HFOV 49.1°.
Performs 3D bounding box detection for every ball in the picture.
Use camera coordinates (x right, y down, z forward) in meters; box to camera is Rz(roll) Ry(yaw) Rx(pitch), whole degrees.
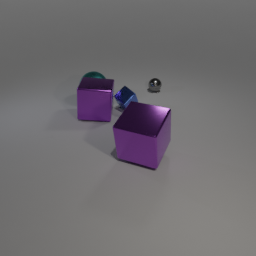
[{"bbox_3d":[-1.628,-1.993,13.364,1.400,1.400,1.400,0,29,0],"label":"ball"},{"bbox_3d":[1.392,-2.223,14.456,0.700,0.700,0.700,0,29,0],"label":"ball"}]

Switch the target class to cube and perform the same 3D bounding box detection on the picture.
[{"bbox_3d":[-0.074,-1.292,12.392,0.700,0.700,0.700,-45,64,-9],"label":"cube"},{"bbox_3d":[-1.346,-1.233,11.887,1.400,1.400,1.400,4,29,-1],"label":"cube"},{"bbox_3d":[0.495,0.191,8.915,1.400,1.400,1.400,13,45,21],"label":"cube"}]
